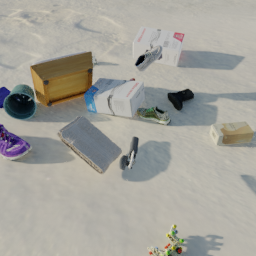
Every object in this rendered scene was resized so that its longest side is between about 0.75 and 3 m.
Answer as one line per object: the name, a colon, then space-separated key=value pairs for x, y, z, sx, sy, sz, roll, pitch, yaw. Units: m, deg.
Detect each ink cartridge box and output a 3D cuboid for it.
ink cartridge box: x=1.648 y=-4.445 z=15.189 sx=2.465 sy=1.040 sz=1.785 roll=13 pitch=51 yaw=10
ink cartridge box: x=-0.520 y=-1.314 z=11.712 sx=2.094 sy=0.876 sz=1.519 roll=9 pitch=40 yaw=22

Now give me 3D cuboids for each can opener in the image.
can opener: x=0.074 y=0.690 z=7.987 sx=0.450 sy=0.357 sz=1.355 roll=19 pitch=32 yaw=0

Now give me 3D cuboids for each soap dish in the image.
soap dish: x=-2.690 y=-2.061 z=12.012 sx=2.614 sy=2.057 sz=1.062 roll=-20 pitch=62 yaw=-22

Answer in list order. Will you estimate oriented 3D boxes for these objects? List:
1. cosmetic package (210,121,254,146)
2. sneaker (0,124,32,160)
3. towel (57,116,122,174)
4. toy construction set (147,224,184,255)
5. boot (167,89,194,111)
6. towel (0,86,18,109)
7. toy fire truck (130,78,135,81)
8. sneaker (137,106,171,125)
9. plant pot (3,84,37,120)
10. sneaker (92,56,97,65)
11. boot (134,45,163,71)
cosmetic package: x=3.849 y=0.191 z=10.432 sx=1.374 sy=0.488 sz=0.723 roll=-7 pitch=41 yaw=-8
sneaker: x=-4.425 y=0.374 z=9.863 sx=2.293 sy=0.957 sz=0.925 roll=20 pitch=44 yaw=21
towel: x=-1.251 y=0.501 z=9.414 sx=2.042 sy=0.352 sz=1.353 roll=39 pitch=42 yaw=5
toy construction set: x=1.013 y=3.002 z=7.153 sx=1.002 sy=0.462 sz=0.657 roll=-29 pitch=72 yaw=-20
boot: x=2.414 y=-1.283 z=12.162 sx=1.054 sy=0.479 sz=1.255 roll=-14 pitch=36 yaw=-10
towel: x=-5.538 y=-1.326 z=12.401 sx=1.240 sy=0.307 sz=0.916 roll=32 pitch=57 yaw=32
toy fire truck: x=0.035 y=-1.903 z=12.993 sx=0.714 sy=0.476 sz=0.850 roll=-12 pitch=35 yaw=24
sneaker: x=1.040 y=-0.669 z=11.304 sx=1.492 sy=0.661 sz=0.574 roll=17 pitch=43 yaw=22
plant pot: x=-4.392 y=-1.162 z=11.579 sx=1.244 sy=1.244 sz=1.219 roll=-8 pitch=33 yaw=-10
sneaker: x=-2.296 y=-3.757 z=15.026 sx=1.292 sy=0.572 sz=0.479 roll=7 pitch=42 yaw=10
boot: x=0.862 y=-2.997 z=11.805 sx=0.515 sy=1.399 sz=0.669 roll=45 pitch=12 yaw=18
